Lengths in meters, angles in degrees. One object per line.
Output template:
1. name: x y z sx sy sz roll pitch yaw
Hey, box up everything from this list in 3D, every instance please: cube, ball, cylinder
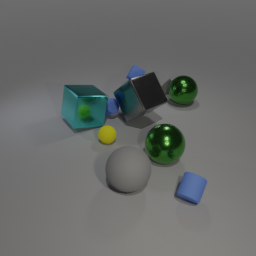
1. cube: 1.790 -2.313 14.287 0.700 0.700 0.700 -42 54 6
2. ball: -0.799 0.252 10.782 0.700 0.700 0.700 0 32 0
3. ball: 2.635 -1.811 13.424 1.400 1.400 1.400 0 32 0
4. ball: 1.278 0.546 9.690 1.400 1.400 1.400 0 32 0
5. cylinder: 1.860 1.736 8.160 0.700 0.700 0.700 18 73 26
6. cylinder: -0.872 -0.933 12.432 0.700 0.700 0.700 -9 19 45
7. cube: 0.403 -2.824 14.810 0.700 0.700 0.700 30 -2 -9
8. cube: -1.850 -0.933 11.776 1.400 1.400 1.400 -6 30 -35
9. ball: 0.015 1.242 8.533 1.400 1.400 1.400 0 32 0
10. cube: 0.510 -1.288 11.641 1.400 1.400 1.400 -24 -3 -36
